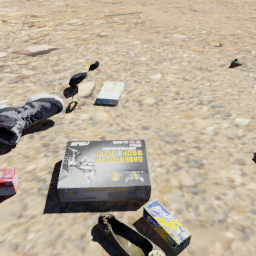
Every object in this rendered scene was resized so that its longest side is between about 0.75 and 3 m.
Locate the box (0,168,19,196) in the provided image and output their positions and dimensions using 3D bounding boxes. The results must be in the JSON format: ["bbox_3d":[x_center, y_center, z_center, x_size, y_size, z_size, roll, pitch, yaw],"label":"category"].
[{"bbox_3d":[-3.707,1.542,7.817,1.131,0.564,0.540,-6,36,-8],"label":"box"}]

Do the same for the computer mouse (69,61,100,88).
[{"bbox_3d":[-1.956,-2.390,12.147,0.743,0.432,2.536,-39,10,-38],"label":"computer mouse"}]

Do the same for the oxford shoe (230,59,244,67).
[{"bbox_3d":[5.912,-3.553,15.034,0.998,0.373,0.352,-23,42,-29],"label":"oxford shoe"}]

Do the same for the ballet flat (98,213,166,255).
[{"bbox_3d":[0.055,2.580,6.455,2.043,0.474,0.688,30,45,34],"label":"ballet flat"}]

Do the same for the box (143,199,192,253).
[{"bbox_3d":[0.914,2.349,6.829,0.454,0.417,1.296,-23,41,-28],"label":"box"}]

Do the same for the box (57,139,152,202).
[{"bbox_3d":[-0.657,1.187,8.263,2.516,0.608,1.992,-1,36,-1],"label":"box"}]

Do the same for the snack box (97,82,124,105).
[{"bbox_3d":[-0.731,-1.563,12.346,0.911,0.291,1.568,6,36,8],"label":"snack box"}]

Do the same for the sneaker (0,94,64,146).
[{"bbox_3d":[-3.630,-0.243,9.921,2.854,1.077,1.624,-14,38,-10],"label":"sneaker"}]
